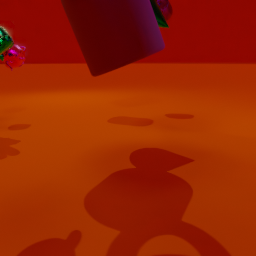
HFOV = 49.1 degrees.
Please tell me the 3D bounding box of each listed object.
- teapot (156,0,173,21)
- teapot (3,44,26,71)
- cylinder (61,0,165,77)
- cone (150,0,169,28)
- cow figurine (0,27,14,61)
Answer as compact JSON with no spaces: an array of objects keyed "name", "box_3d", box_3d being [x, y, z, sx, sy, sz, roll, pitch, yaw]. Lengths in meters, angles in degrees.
[{"name":"teapot","box_3d":[1.100,-4.344,10.097,0.986,1.586,0.777,-13,-28,2]},{"name":"teapot","box_3d":[-3.335,-2.071,8.279,0.550,0.698,1.123,15,52,1]},{"name":"cylinder","box_3d":[-0.227,-1.691,4.585,1.323,1.323,1.323,-21,13,5]},{"name":"cone","box_3d":[0.407,-2.485,6.014,1.213,1.208,1.208,40,27,13]},{"name":"cow figurine","box_3d":[-3.253,-1.895,6.487,1.427,0.796,1.450,-14,30,47]}]
